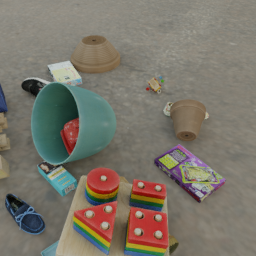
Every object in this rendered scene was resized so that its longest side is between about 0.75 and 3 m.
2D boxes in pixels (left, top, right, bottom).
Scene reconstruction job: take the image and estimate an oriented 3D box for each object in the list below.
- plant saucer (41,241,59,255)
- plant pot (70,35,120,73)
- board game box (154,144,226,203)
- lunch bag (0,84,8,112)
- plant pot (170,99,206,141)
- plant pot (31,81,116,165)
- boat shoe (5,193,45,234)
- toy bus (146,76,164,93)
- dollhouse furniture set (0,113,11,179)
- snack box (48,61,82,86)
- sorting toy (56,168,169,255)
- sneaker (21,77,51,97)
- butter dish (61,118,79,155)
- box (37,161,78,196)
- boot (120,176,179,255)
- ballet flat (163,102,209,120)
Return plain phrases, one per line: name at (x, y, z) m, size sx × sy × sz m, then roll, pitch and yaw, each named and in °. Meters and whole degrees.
plant saucer at (-1.520, 3.470, 6.772) m, size 0.544 × 0.148 × 1.556 m, roll -27°, pitch 48°, yaw -29°
plant pot at (-1.753, -4.079, 14.883) m, size 2.691 × 1.242 × 2.691 m, roll 0°, pitch 41°, yaw 0°
board game box at (1.970, 1.407, 9.120) m, size 1.216 × 0.327 × 2.027 m, roll -29°, pitch 48°, yaw -25°
lunch bag at (-5.886, -1.594, 11.115) m, size 1.504 × 2.274 × 1.545 m, roll -17°, pitch 42°, yaw -18°
plant pot at (2.188, -0.195, 10.392) m, size 1.370 × 1.370 × 1.195 m, roll 6°, pitch 60°, yaw 8°
plant pot at (-1.631, -0.161, 9.321) m, size 2.546 × 2.546 × 2.043 m, roll 35°, pitch 22°, yaw 34°
boat shoe at (-2.954, 2.378, 7.753) m, size 1.553 × 0.533 × 0.654 m, roll 22°, pitch 45°, yaw 24°
toy bus at (1.303, -1.921, 12.923) m, size 0.789 × 0.432 × 0.836 m, roll 7°, pitch 77°, yaw 30°
dollhouse furniture set at (-4.858, 0.397, 8.860) m, size 1.661 × 2.345 × 2.553 m, roll -12°, pitch 70°, yaw -14°
snack box at (-3.144, -2.652, 13.844) m, size 1.158 × 0.370 × 1.994 m, roll -17°, pitch 43°, yaw -19°
sorting toy at (-0.185, 2.008, 6.713) m, size 2.432 × 0.851 × 2.447 m, roll 10°, pitch 32°, yaw -1°
sneaker at (-3.873, -1.624, 12.353) m, size 2.119 × 0.803 × 0.928 m, roll 10°, pitch 47°, yaw 12°
butter dish at (-1.641, 0.107, 9.479) m, size 1.272 × 0.940 × 1.268 m, roll -24°, pitch 56°, yaw -11°
box at (-2.256, 1.520, 8.919) m, size 0.578 × 0.345 × 1.404 m, roll -32°, pitch 50°, yaw -32°
boot at (-0.260, 2.595, 7.333) m, size 2.223 × 0.840 × 2.539 m, roll -14°, pitch 42°, yaw -36°
ballet flat at (2.378, -0.701, 11.370) m, size 1.854 × 0.592 × 0.701 m, roll 5°, pitch 41°, yaw 5°
